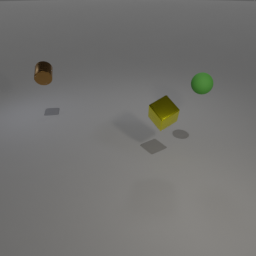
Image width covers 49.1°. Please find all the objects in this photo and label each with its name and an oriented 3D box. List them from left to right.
[{"bbox_3d":[-3.396,-2.200,11.262,0.700,0.700,0.700,-5,49,-9],"label":"cylinder"},{"bbox_3d":[1.125,-0.468,8.913,0.700,0.700,0.700,-31,65,-14],"label":"cube"},{"bbox_3d":[2.378,-1.428,8.992,0.700,0.700,0.700,0,28,0],"label":"ball"}]
